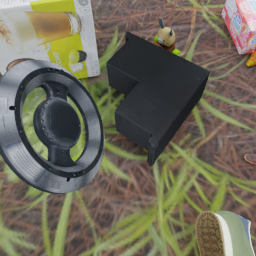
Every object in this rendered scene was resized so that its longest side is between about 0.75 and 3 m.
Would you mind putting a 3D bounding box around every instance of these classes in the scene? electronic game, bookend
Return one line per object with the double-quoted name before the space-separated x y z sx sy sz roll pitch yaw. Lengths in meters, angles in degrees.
"electronic game" -0.988 -0.044 3.922 0.395 1.900 1.900 -19 54 32
"bookend" 0.327 -0.920 7.898 2.776 1.287 2.794 31 66 17

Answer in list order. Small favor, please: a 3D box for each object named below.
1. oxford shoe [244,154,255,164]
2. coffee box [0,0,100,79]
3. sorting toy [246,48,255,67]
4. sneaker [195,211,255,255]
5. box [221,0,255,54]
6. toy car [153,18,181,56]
"oxford shoe" 3.548 0.802 7.498 0.798 0.289 0.284 7 61 4
"coffee box" -2.590 -3.296 8.289 2.886 2.914 2.919 -11 61 -6
"sorting toy" 4.458 -1.800 8.920 0.611 0.615 1.775 -38 63 6
"sneaker" 2.209 3.184 5.731 1.310 0.978 2.917 7 75 -31
"box" 4.116 -3.698 9.586 1.001 1.085 2.114 -7 60 -4
"toy car" 1.123 -2.825 8.977 1.006 1.275 1.047 -33 65 -18
